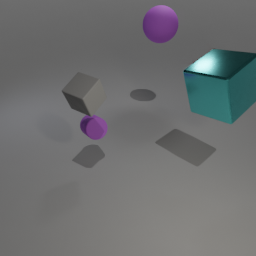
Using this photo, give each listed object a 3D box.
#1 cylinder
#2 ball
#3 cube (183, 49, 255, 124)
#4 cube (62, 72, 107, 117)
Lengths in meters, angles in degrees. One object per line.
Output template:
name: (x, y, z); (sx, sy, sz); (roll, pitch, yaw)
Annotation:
cylinder: (-1.083, -0.041, 8.807); (0.700, 0.700, 0.700); (-14, 17, -22)
ball: (1.275, -4.066, 11.021); (1.400, 1.400, 1.400); (0, 31, 0)
cube: (2.594, -1.190, 7.728); (1.400, 1.400, 1.400); (-37, 37, -24)
cube: (-1.065, -0.834, 6.940); (0.700, 0.700, 0.700); (23, 63, 26)
